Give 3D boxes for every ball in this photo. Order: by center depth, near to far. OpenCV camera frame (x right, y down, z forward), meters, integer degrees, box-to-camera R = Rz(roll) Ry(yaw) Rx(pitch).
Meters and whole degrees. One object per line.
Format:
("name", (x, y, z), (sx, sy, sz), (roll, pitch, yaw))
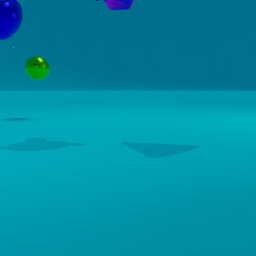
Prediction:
("ball", (-3.146, -2.087, 9.748), (0.844, 0.844, 0.844), (0, 8, 0))

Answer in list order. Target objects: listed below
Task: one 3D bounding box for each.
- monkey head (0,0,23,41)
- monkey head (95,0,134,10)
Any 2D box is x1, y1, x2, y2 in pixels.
("monkey head", (-3.215, -2.773, 6.659), (1.074, 1.783, 1.282), (15, -14, 36))
("monkey head", (-0.196, -2.879, 5.120), (1.706, 1.227, 1.028), (22, -41, -23))
